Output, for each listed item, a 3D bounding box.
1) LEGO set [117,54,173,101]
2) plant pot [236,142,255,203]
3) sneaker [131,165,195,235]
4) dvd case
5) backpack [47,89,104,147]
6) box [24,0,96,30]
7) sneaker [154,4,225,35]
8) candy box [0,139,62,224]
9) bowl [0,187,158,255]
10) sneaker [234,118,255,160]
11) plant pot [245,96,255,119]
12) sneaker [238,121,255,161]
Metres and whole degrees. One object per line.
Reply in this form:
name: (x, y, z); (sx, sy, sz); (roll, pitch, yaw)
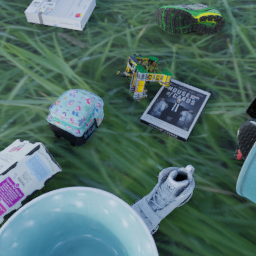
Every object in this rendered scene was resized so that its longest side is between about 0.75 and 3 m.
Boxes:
LEGO set: (0.527, -1.472, 8.505); (1.288, 0.970, 1.675); (-6, 38, -26)
plant pot: (4.033, 0.927, 5.250); (2.816, 2.816, 2.646); (-36, 51, -22)
sneaker: (0.638, 1.562, 6.050); (2.091, 1.202, 0.786); (-32, 61, -21)
dvd case: (1.409, -0.593, 8.152); (1.426, 0.235, 1.897); (25, 58, 16)
backpack: (-1.353, -0.404, 7.577); (1.267, 1.075, 1.427); (26, 54, 16)
box: (-2.565, -4.633, 10.848); (2.222, 0.457, 1.732); (11, 56, 8)
sneaker: (2.181, -4.022, 10.242); (2.516, 0.982, 1.072); (4, 47, -8)
candy box: (-2.899, 1.349, 5.837); (2.617, 0.798, 1.785); (-43, 25, -27)
bowl: (-0.910, 2.696, 5.029); (2.908, 1.521, 2.908); (0, 58, 1)
sneaker: (3.001, 0.319, 6.766); (0.598, 1.224, 0.432); (17, 38, 20)
plant pot: (4.203, -0.600, 7.671); (1.026, 1.157, 1.154); (-20, 56, -30)
sneaker: (3.167, 0.638, 6.404); (1.955, 0.688, 0.914); (54, 30, -1)
